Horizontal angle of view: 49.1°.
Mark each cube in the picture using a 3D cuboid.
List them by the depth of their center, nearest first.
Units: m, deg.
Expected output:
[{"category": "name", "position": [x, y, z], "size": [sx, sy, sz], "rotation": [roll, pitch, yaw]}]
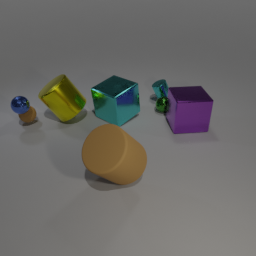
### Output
[{"category": "cube", "position": [2.379, -0.743, 11.107], "size": [1.400, 1.400, 1.400], "rotation": [-3, 32, -6]}, {"category": "cube", "position": [-0.487, -1.148, 11.606], "size": [1.400, 1.400, 1.400], "rotation": [25, 47, 35]}]

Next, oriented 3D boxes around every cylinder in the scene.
[{"category": "cylinder", "position": [-0.354, 0.776, 7.902], "size": [1.400, 1.400, 1.400], "rotation": [-11, 64, 23]}, {"category": "cylinder", "position": [-2.655, -1.220, 11.402], "size": [1.400, 1.400, 1.400], "rotation": [-28, 31, 19]}, {"category": "cylinder", "position": [1.555, -1.793, 13.032], "size": [0.700, 0.700, 0.700], "rotation": [-22, 28, 12]}]

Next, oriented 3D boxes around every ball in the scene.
[{"category": "ball", "position": [-4.114, -0.878, 10.700], "size": [0.700, 0.700, 0.700], "rotation": [0, 31, 0]}, {"category": "ball", "position": [-4.081, -0.571, 11.370], "size": [0.700, 0.700, 0.700], "rotation": [0, 31, 0]}, {"category": "ball", "position": [1.553, -1.033, 12.266], "size": [0.700, 0.700, 0.700], "rotation": [0, 31, 0]}]
